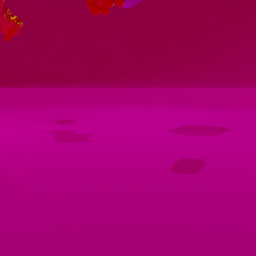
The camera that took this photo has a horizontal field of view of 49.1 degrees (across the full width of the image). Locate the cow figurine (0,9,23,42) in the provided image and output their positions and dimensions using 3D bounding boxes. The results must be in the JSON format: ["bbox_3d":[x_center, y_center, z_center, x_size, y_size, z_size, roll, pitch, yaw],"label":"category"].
[{"bbox_3d":[-3.485,-3.127,8.365,1.136,0.634,1.155,-34,19,37],"label":"cow figurine"}]

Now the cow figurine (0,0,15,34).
[{"bbox_3d":[-2.936,-2.665,6.028,0.832,1.492,1.517,-7,35,-19],"label":"cow figurine"}]

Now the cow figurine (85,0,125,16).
[{"bbox_3d":[-0.394,-1.940,3.650,0.480,0.861,0.875,-20,16,24],"label":"cow figurine"}]

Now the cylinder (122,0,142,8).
[{"bbox_3d":[-0.073,-3.727,6.588,1.224,1.224,1.224,37,-16,-36],"label":"cylinder"}]
